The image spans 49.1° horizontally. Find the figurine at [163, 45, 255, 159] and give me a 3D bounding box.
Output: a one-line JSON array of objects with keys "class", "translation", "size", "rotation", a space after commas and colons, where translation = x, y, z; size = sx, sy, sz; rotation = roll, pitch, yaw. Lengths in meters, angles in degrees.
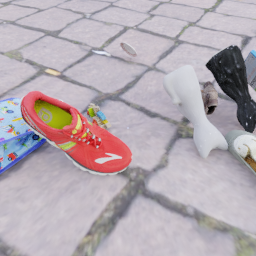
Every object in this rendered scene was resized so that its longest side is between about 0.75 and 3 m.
[{"class": "figurine", "translation": [2.340, -0.645, 7.357], "size": [2.451, 1.055, 2.391], "rotation": [-25, 85, -16]}]

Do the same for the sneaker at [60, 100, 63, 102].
[{"class": "sneaker", "translation": [-2.080, -0.428, 7.891], "size": [0.305, 0.826, 0.327], "rotation": [25, 0, -8]}]

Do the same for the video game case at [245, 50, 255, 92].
[{"class": "video game case", "translation": [3.927, -1.339, 8.051], "size": [0.145, 1.169, 1.634], "rotation": [-33, 71, -9]}]

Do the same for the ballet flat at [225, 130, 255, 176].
[{"class": "ballet flat", "translation": [3.071, 0.680, 6.486], "size": [0.801, 0.757, 2.377], "rotation": [-31, 46, 3]}]

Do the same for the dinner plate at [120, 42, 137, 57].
[{"class": "dinner plate", "translation": [0.044, -3.015, 10.717], "size": [0.806, 0.806, 0.098], "rotation": [30, 79, 29]}]

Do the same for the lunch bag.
[{"class": "lunch bag", "translation": [-3.036, -0.059, 7.239], "size": [1.634, 1.021, 2.171], "rotation": [32, 44, 23]}]

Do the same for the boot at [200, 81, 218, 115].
[{"class": "boot", "translation": [2.283, -0.766, 8.198], "size": [0.414, 1.178, 0.861], "rotation": [-3, 65, -4]}]

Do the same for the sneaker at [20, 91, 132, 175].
[{"class": "sneaker", "translation": [-1.143, 0.158, 6.258], "size": [2.868, 1.218, 1.104], "rotation": [29, 70, -8]}]

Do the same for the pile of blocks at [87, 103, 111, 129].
[{"class": "pile of blocks", "translation": [-0.910, -0.322, 7.959], "size": [0.345, 0.455, 1.109], "rotation": [-28, 47, -23]}]
